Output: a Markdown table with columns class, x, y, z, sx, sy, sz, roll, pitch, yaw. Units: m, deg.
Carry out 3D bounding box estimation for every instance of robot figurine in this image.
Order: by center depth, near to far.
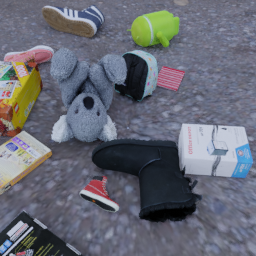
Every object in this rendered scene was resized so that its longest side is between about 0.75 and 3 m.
| class | x | y | z | sx | sy | sz | roll | pitch | yaw |
| --- | --- | --- | --- | --- | --- | --- | --- | --- | --- |
| robot figurine | 1.100 | -4.215 | 11.908 | 2.179 | 1.261 | 1.912 | -21 | 48 | -20 |

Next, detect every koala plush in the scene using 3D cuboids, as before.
| class | x | y | z | sx | sy | sz | roll | pitch | yaw |
| --- | --- | --- | --- | --- | --- | --- | --- | --- | --- |
| koala plush | -1.162 | -0.634 | 8.069 | 2.122 | 2.199 | 2.393 | 1 | 64 | -16 |

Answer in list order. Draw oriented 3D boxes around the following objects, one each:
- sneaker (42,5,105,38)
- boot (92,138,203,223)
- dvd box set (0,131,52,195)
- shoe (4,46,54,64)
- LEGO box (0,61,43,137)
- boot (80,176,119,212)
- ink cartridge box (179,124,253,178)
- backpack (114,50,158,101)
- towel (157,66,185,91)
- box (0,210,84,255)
| class | x | y | z | sx | sy | sz | roll | pitch | yaw |
| --- | --- | --- | --- | --- | --- | --- | --- | --- | --- |
| sneaker | -2.465 | -5.194 | 13.058 | 2.850 | 0.999 | 1.546 | 23 | 53 | 13 |
| boot | 0.366 | 1.226 | 6.628 | 2.419 | 0.895 | 1.982 | -2 | 45 | -7 |
| dvd box set | -3.051 | 0.856 | 7.427 | 1.219 | 0.245 | 1.667 | 28 | 51 | 26 |
| shoe | -3.764 | -2.537 | 10.641 | 1.910 | 0.682 | 0.869 | -10 | 46 | -3 |
| LEGO box | -4.052 | -0.997 | 8.779 | 1.921 | 0.995 | 2.579 | 3 | 44 | 3 |
| boot | -0.535 | 1.515 | 6.684 | 1.025 | 0.371 | 0.740 | 20 | 46 | 24 |
| ink cartridge box | 2.229 | 0.578 | 7.366 | 1.668 | 0.716 | 1.222 | 4 | 48 | 2 |
| backpack | 0.335 | -1.802 | 9.251 | 1.308 | 1.488 | 1.141 | 29 | 41 | 28 |
| towel | 1.520 | -1.816 | 10.248 | 0.887 | 0.138 | 1.227 | 17 | 49 | 14 |
| box | -2.076 | 3.016 | 4.959 | 2.021 | 0.625 | 2.532 | 24 | 49 | 25 |
